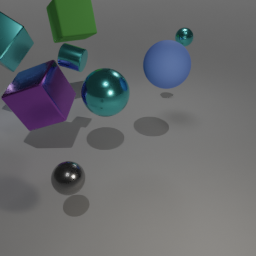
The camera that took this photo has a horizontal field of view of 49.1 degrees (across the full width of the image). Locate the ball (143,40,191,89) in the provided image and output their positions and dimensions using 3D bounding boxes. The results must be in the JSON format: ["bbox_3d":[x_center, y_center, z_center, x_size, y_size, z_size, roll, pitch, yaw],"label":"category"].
[{"bbox_3d":[1.144,-1.861,8.253,1.400,1.400,1.400,0,30,0],"label":"ball"}]

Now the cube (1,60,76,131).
[{"bbox_3d":[-2.665,-0.992,8.627,1.400,1.400,1.400,-14,39,19],"label":"cube"}]

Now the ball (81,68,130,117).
[{"bbox_3d":[-0.648,-1.024,8.109,1.400,1.400,1.400,0,30,0],"label":"ball"}]

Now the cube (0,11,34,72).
[{"bbox_3d":[-4.435,-3.081,9.847,1.400,1.400,1.400,32,-7,-1],"label":"cube"}]

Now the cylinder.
[{"bbox_3d":[-1.656,-2.116,8.433,0.700,0.700,0.700,18,32,4],"label":"cylinder"}]

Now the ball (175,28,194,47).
[{"bbox_3d":[2.152,-3.476,10.721,0.700,0.700,0.700,0,30,0],"label":"ball"}]

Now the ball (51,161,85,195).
[{"bbox_3d":[-1.237,1.039,5.814,0.700,0.700,0.700,0,30,0],"label":"ball"}]

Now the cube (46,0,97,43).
[{"bbox_3d":[-2.202,-4.201,10.889,1.400,1.400,1.400,-16,14,-25],"label":"cube"}]
